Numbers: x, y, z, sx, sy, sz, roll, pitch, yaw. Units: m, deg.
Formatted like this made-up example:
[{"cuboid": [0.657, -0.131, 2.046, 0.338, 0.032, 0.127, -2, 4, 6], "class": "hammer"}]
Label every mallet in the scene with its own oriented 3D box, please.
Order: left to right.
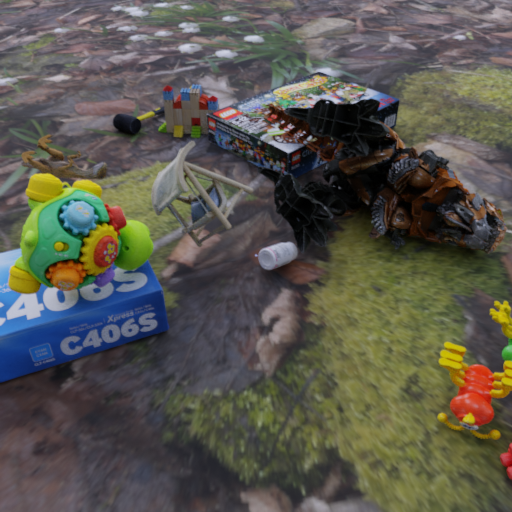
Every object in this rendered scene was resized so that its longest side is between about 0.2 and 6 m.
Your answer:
[{"cuboid": [-3.137, -4.081, 16.124, 0.762, 0.476, 2.312, 16, 36, 24], "class": "mallet"}]

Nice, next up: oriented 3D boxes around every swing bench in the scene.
[{"cuboid": [-1.135, -1.090, 10.298, 1.486, 1.479, 0.964, 37, 63, -15], "class": "swing bench"}]

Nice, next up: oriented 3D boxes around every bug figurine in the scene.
[{"cuboid": [4.607, 2.010, 8.093, 3.705, 0.953, 2.873, 17, 36, 26], "class": "bug figurine"}]

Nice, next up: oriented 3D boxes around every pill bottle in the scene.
[{"cuboid": [0.438, -0.010, 10.896, 0.427, 0.427, 0.754, 31, 32, 33], "class": "pill bottle"}]

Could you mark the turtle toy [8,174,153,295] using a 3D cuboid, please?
[{"cuboid": [-2.529, -0.215, 8.494, 1.225, 1.766, 2.424, 17, 8, 21], "class": "turtle toy"}]

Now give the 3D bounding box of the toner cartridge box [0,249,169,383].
[{"cuboid": [-4.032, 0.912, 9.371, 4.643, 1.002, 2.205, -16, 39, -19], "class": "toner cartridge box"}]

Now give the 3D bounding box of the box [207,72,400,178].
[{"cuboid": [1.316, -3.684, 15.222, 4.430, 0.835, 3.025, -31, 48, -33], "class": "box"}]

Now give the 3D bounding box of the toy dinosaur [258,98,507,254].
[{"cuboid": [2.232, -1.665, 11.843, 5.730, 2.927, 3.889, 16, 15, 38], "class": "toy dinosaur"}]

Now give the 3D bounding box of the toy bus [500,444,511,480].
[{"cuboid": [4.009, 2.478, 7.607, 1.444, 1.021, 1.504, -14, 36, 8], "class": "toy bus"}]

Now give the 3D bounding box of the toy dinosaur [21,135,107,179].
[{"cuboid": [-3.705, -1.601, 9.931, 2.102, 1.116, 0.635, 12, 68, 17], "class": "toy dinosaur"}]

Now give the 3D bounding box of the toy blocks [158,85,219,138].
[{"cuboid": [-1.742, -4.034, 15.278, 1.918, 1.311, 0.959, 3, 39, 4], "class": "toy blocks"}]
